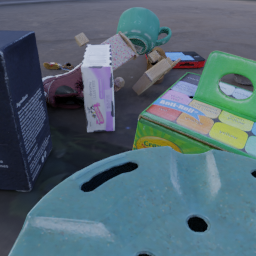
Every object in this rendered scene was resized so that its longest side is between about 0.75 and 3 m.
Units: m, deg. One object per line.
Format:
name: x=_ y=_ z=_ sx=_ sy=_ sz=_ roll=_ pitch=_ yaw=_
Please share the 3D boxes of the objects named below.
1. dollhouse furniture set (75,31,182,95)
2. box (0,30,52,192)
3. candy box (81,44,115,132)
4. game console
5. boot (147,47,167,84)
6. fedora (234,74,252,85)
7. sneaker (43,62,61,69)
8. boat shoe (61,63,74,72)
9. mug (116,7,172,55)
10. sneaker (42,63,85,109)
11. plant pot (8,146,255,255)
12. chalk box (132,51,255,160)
dollhouse furniture set: x=0.079 y=-2.720 z=9.481 sx=2.423 sy=2.841 sz=1.387 roll=-39 pitch=1 yaw=-24
box: x=-3.300 y=-0.383 z=5.712 sx=2.860 sy=2.908 sz=1.708 roll=2 pitch=30 yaw=3
candy box: x=-0.834 y=-1.232 z=8.184 sx=0.802 sy=1.881 sz=2.242 roll=-2 pitch=30 yaw=-4
game console: x=2.174 y=-3.316 z=13.276 sx=2.570 sy=0.399 sz=2.273 roll=-1 pitch=30 yaw=-2
boot: x=1.195 y=-2.854 z=11.481 sx=0.937 sy=0.961 sz=2.546 roll=0 pitch=40 yaw=9
fedora: x=4.581 y=-1.987 z=10.824 sx=1.067 sy=0.545 sz=1.207 roll=-16 pitch=26 yaw=-29
sneaker: x=-3.385 y=-2.787 z=12.522 sx=0.762 sy=0.285 sz=0.343 roll=11 pitch=23 yaw=7
boat shoe: x=-2.623 y=-2.697 z=12.269 sx=0.899 sy=0.326 sz=0.325 roll=24 pitch=38 yaw=35
mug: x=0.491 y=-3.540 z=10.511 sx=1.911 sy=1.570 sz=1.182 roll=-6 pitch=60 yaw=32
sneaker: x=-1.506 y=-1.336 z=9.423 sx=2.823 sy=1.068 sz=1.631 roll=-30 pitch=45 yaw=-25
plant pot: x=0.388 y=1.818 z=2.072 sx=2.832 sy=2.774 sz=2.832 roll=0 pitch=29 yaw=0
chalk box: x=1.179 y=0.415 z=4.092 sx=1.801 sy=2.894 sz=1.792 roll=24 pitch=38 yaw=21
